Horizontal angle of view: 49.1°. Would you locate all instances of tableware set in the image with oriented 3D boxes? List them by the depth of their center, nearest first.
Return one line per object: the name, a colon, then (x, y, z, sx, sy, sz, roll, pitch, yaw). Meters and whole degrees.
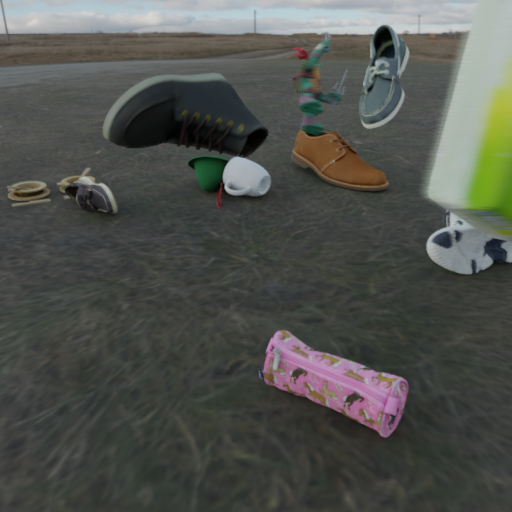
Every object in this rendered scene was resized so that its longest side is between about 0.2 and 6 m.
tableware set: (-5.392, -1.898, 14.905, 2.302, 0.461, 1.522, -12, 27, -24)

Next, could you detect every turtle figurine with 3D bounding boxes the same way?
turtle figurine: (0.726, -2.084, 6.772, 0.571, 0.849, 1.134, -3, 61, 27)

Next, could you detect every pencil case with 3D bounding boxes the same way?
pencil case: (0.962, 1.570, 7.022, 1.868, 0.773, 0.808, 18, 24, 32)

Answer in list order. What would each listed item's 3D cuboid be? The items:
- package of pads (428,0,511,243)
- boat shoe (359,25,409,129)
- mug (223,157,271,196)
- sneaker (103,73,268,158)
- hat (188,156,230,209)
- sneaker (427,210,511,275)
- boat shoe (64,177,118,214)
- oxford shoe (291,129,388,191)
package of pads: (4.081, -2.062, 8.863, 1.167, 3.422, 2.643, 16, -1, 43)
boat shoe: (2.061, -3.032, 9.391, 0.780, 0.662, 2.143, -6, 51, 37)
mug: (-0.288, -1.940, 14.602, 1.059, 0.892, 1.208, 27, 50, 31)
sneaker: (-1.229, -2.583, 11.007, 1.769, 1.245, 3.330, 45, 48, 16)
hat: (-1.212, -1.752, 14.988, 1.422, 1.512, 1.717, 2, -11, 16)
sneaker: (4.017, -0.442, 11.146, 2.489, 0.993, 1.620, -12, 26, -24)
boat shoe: (-4.030, -1.407, 13.603, 0.680, 0.755, 2.100, -27, 35, -28)
oxford shoe: (2.317, -2.805, 15.847, 1.234, 1.233, 3.459, -20, 41, -38)
